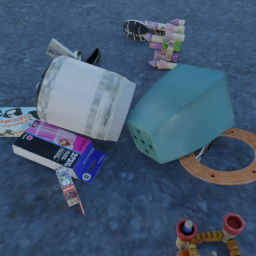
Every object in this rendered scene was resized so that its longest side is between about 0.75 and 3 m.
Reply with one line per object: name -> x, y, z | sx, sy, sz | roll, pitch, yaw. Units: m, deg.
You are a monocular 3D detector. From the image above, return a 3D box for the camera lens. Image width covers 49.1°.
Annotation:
camera lens -> -1.412, -0.954, 9.349 | 2.862, 2.289, 2.289 | 18, 45, -4

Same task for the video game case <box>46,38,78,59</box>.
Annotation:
video game case -> -2.295, -2.540, 9.692 | 0.986, 0.897, 0.109 | 35, 61, -15

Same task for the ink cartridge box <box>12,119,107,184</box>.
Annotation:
ink cartridge box -> -2.193, 0.730, 9.218 | 2.791, 0.518, 1.321 | 22, 47, 7

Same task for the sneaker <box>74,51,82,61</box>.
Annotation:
sneaker -> -2.839, -3.027, 13.339 | 0.873, 0.758, 1.971 | -1, 36, 14

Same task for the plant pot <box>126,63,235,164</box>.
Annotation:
plant pot -> 1.584, -0.367, 9.278 | 2.965, 2.096, 2.094 | -37, 35, -18

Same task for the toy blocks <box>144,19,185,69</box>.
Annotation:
toy blocks -> 1.619, -4.189, 13.490 | 1.824, 2.025, 2.167 | 9, 47, 2

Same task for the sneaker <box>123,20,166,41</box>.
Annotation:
sneaker -> 1.082, -5.458, 15.721 | 2.755, 1.069, 1.189 | 13, 34, 2

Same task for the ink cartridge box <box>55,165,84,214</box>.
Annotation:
ink cartridge box -> -1.687, 1.842, 8.088 | 0.351, 0.760, 1.395 | -20, 49, -15

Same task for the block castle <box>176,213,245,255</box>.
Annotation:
block castle -> 2.116, 3.287, 6.253 | 1.752, 1.230, 2.623 | -5, 44, -5

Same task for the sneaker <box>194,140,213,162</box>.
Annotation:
sneaker -> 2.376, 0.632, 9.606 | 0.695, 0.455, 1.203 | 28, 51, 30

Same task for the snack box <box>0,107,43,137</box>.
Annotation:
snack box -> -4.297, -0.243, 10.536 | 2.193, 0.407, 1.274 | -1, 44, -1

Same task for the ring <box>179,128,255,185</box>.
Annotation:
ring -> 3.054, 0.845, 8.973 | 2.858, 0.274, 2.858 | -7, 33, 5

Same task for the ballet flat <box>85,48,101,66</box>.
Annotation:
ballet flat -> -1.848, -3.232, 13.547 | 0.657, 0.562, 1.977 | 11, 45, 11

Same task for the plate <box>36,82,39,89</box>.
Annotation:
plate -> -3.345, -1.968, 12.502 | 1.489, 0.190, 1.489 | 1, 43, -1
